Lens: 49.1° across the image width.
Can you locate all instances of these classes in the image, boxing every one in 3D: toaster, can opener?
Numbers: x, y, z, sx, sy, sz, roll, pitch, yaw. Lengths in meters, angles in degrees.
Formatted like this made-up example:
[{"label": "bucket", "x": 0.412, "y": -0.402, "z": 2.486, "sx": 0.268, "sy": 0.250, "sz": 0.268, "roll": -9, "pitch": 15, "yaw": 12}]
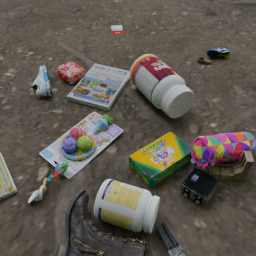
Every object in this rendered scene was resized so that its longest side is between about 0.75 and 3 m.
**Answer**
[{"label": "toaster", "x": 2.342, "y": 1.886, "z": 9.193, "sx": 0.966, "sy": 0.634, "sz": 1.068, "roll": 29, "pitch": 52, "yaw": 25}, {"label": "can opener", "x": 1.253, "y": 3.375, "z": 7.976, "sx": 0.391, "sy": 0.491, "sz": 1.467, "roll": -18, "pitch": 35, "yaw": -14}]

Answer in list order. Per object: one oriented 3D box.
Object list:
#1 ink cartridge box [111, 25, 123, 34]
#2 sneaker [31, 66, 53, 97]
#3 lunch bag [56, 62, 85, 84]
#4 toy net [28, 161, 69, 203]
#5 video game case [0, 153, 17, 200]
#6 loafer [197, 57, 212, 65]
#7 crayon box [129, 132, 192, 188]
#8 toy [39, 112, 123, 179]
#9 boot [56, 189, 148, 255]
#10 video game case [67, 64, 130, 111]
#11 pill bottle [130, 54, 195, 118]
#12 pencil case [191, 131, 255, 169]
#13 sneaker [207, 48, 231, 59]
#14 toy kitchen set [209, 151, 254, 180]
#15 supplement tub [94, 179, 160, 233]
[{"label": "ink cartridge box", "x": -0.671, "y": -6.066, "z": 17.287, "sx": 0.674, "sy": 0.237, "sz": 0.829, "roll": -5, "pitch": 42, "yaw": -5}, {"label": "sneaker", "x": -4.120, "y": -2.201, "z": 13.148, "sx": 0.890, "sy": 0.770, "sz": 2.055, "roll": -16, "pitch": 47, "yaw": -8}, {"label": "lunch bag", "x": -2.867, "y": -2.705, "z": 13.752, "sx": 1.293, "sy": 0.530, "sz": 1.139, "roll": 35, "pitch": 55, "yaw": 29}, {"label": "toy net", "x": -2.557, "y": 1.829, "z": 9.218, "sx": 1.731, "sy": 0.334, "sz": 0.908, "roll": -53, "pitch": 23, "yaw": -21}, {"label": "video game case", "x": -4.922, "y": 1.856, "z": 9.522, "sx": 1.745, "sy": 0.219, "sz": 1.917, "roll": -25, "pitch": 50, "yaw": -22}, {"label": "loafer", "x": 4.028, "y": -3.555, "z": 14.772, "sx": 0.791, "sy": 0.267, "sz": 0.301, "roll": 9, "pitch": 46, "yaw": 9}, {"label": "crayon box", "x": 1.179, "y": 1.078, "z": 10.004, "sx": 2.017, "sy": 0.588, "sz": 1.198, "roll": -29, "pitch": 52, "yaw": -25}, {"label": "toy", "x": -1.732, "y": 0.369, "z": 10.604, "sx": 1.673, "sy": 0.686, "sz": 2.905, "roll": 33, "pitch": 54, "yaw": 26}, {"label": "boot", "x": -0.634, "y": 3.159, "z": 7.869, "sx": 2.393, "sy": 0.951, "sz": 2.748, "roll": 7, "pitch": 53, "yaw": 2}, {"label": "video game case", "x": -1.284, "y": -2.031, "z": 13.291, "sx": 2.052, "sy": 0.258, "sz": 2.866, "roll": 16, "pitch": 48, "yaw": 15}, {"label": "pill bottle", "x": 1.436, "y": -1.836, "z": 12.138, "sx": 1.626, "sy": 1.626, "sz": 2.969, "roll": -22, "pitch": 49, "yaw": -20}, {"label": "pencil case", "x": 3.307, "y": 0.732, "z": 9.675, "sx": 2.463, "sy": 1.089, "sz": 1.089, "roll": -8, "pitch": 44, "yaw": -28}, {"label": "sneaker", "x": 4.856, "y": -4.072, "z": 15.160, "sx": 1.311, "sy": 0.485, "sz": 0.539, "roll": 2, "pitch": 44, "yaw": -8}, {"label": "toy kitchen set", "x": 3.485, "y": 1.091, "z": 9.675, "sx": 1.177, "sy": 1.062, "sz": 0.960, "roll": 4, "pitch": 45, "yaw": 3}, {"label": "supplement tub", "x": -0.014, "y": 2.325, "z": 8.322, "sx": 1.722, "sy": 1.252, "sz": 1.252, "roll": 14, "pitch": 47, "yaw": 14}]
